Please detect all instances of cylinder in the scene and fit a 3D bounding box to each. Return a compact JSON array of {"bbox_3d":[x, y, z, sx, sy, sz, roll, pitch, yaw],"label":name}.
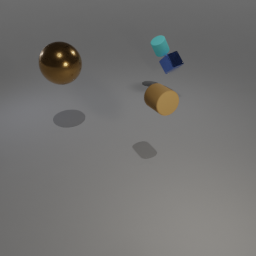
[{"bbox_3d":[0.896,-0.777,7.558,0.700,0.700,0.700,-15,31,-22],"label":"cylinder"},{"bbox_3d":[1.499,-3.819,13.074,0.700,0.700,0.700,-17,47,19],"label":"cylinder"}]

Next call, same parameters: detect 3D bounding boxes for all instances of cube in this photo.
[{"bbox_3d":[2.026,-3.059,13.095,0.700,0.700,0.700,-26,-3,-28],"label":"cube"}]

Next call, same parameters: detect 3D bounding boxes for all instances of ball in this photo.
[{"bbox_3d":[-2.232,-2.138,9.285,1.400,1.400,1.400,0,32,0],"label":"ball"}]
